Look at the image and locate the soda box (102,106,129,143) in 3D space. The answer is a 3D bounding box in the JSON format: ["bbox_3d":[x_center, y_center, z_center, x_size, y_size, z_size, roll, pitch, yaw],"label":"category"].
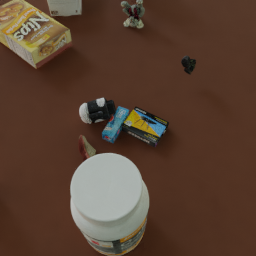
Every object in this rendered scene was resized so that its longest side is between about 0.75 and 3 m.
[{"bbox_3d":[-0.355,-0.108,8.311,0.367,0.347,1.082,22,59,14],"label":"soda box"}]

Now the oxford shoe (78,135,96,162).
[{"bbox_3d":[-1.126,0.635,7.895,0.390,0.367,1.043,-2,53,-31],"label":"oxford shoe"}]

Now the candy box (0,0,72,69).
[{"bbox_3d":[-3.677,-3.542,10.241,2.934,0.811,1.694,36,63,22],"label":"candy box"}]

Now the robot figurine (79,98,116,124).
[{"bbox_3d":[-0.907,-0.505,8.351,1.069,0.804,0.667,-15,70,1],"label":"robot figurine"}]

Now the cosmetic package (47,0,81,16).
[{"bbox_3d":[-2.601,-5.811,11.666,1.274,0.928,2.506,-5,56,-3],"label":"cosmetic package"}]

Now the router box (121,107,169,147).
[{"bbox_3d":[0.509,-0.047,8.299,1.151,0.294,0.858,26,61,16],"label":"router box"}]

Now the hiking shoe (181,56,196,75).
[{"bbox_3d":[1.946,-2.082,8.887,0.322,0.849,0.427,35,82,27],"label":"hiking shoe"}]

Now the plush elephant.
[{"bbox_3d":[0.214,-4.286,10.784,0.879,1.067,0.826,5,79,18],"label":"plush elephant"}]

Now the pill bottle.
[{"bbox_3d":[-0.342,1.664,5.810,1.523,2.618,1.523,0,58,1],"label":"pill bottle"}]
